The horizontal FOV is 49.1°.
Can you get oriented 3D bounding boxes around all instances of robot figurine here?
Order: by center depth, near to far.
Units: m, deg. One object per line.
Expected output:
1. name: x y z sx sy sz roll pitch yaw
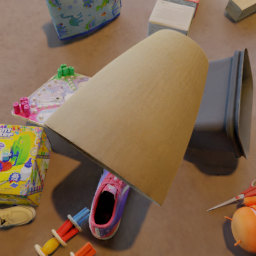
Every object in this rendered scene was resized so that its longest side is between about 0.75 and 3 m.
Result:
1. robot figurine: 3.478 2.488 7.044 1.918 1.119 1.380 -4 90 -3

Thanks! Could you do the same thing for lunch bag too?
1. lunch bag: -1.612 -4.917 10.318 2.810 2.389 1.790 -18 64 -9

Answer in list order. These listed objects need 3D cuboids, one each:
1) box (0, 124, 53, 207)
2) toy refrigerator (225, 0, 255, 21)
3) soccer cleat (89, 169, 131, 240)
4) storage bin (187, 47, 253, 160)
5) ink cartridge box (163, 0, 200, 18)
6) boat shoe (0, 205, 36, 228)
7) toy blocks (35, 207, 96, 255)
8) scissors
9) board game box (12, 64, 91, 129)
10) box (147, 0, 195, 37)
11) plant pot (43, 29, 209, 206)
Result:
1. box: -3.391 1.016 7.769 2.008 1.225 1.934 4 61 1
2. toy refrigerator: 4.997 -5.170 11.439 1.982 0.693 0.752 -32 73 -15
3. soccer cleat: -0.355 1.502 7.599 0.972 1.043 2.851 13 62 7
4. storage bin: 2.545 -0.624 8.393 2.002 2.169 2.981 -1 58 32
5. ink cartridge box: 2.445 -5.848 11.706 1.430 0.829 2.455 18 64 9
6. boat shoe: -3.226 2.352 7.343 1.506 0.495 0.542 -1 96 1
7. toy blocks: -1.348 2.915 7.110 1.561 0.567 1.301 -40 68 -19
8. scissors: 3.139 1.891 7.649 1.998 0.731 0.139 -25 106 -13
9. board game box: -1.452 -0.896 8.649 2.966 0.384 2.965 18 41 10
10. box: 1.501 -3.545 10.120 1.419 1.412 1.216 17 63 9
11. plant pot: 0.321 -0.433 5.748 2.764 2.764 2.951 33 79 16
